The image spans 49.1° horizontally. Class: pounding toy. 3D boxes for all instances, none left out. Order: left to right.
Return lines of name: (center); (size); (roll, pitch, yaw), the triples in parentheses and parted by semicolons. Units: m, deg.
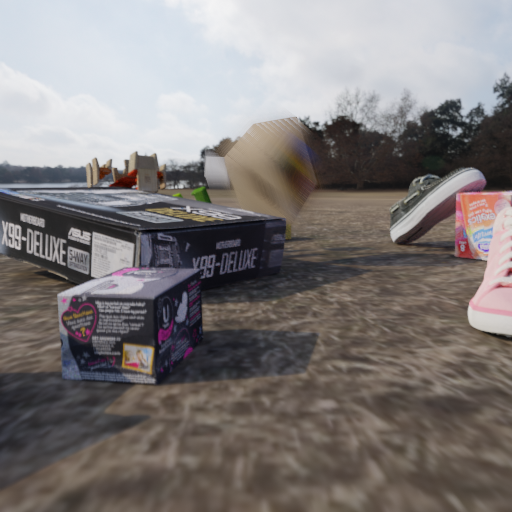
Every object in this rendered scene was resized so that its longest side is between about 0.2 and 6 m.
pounding toy: (0.593, -1.502, 10.232); (1.015, 1.950, 2.219); (-2, 36, 30)

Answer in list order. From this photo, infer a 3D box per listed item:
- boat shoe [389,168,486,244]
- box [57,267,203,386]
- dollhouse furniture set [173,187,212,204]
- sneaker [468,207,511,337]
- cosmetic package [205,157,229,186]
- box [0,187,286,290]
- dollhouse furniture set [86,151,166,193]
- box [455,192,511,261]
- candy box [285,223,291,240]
boat shoe: (3.689, -1.245, 12.197); (1.076, 1.058, 2.984); (-8, -19, -24)
box: (-0.993, 0.517, 4.688); (0.812, 0.705, 1.229); (1, 8, 11)
dollhouse furniture set: (-2.770, -0.886, 16.171); (3.232, 1.248, 1.615); (-19, 14, 6)
sneaker: (2.883, 0.061, 6.023); (0.933, 1.296, 2.480); (6, 11, 28)
cosmetic package: (-0.786, -1.729, 11.457); (0.444, 0.442, 0.531); (3, -12, 5)
box: (-2.000, -0.383, 8.882); (3.957, 0.985, 3.121); (14, 15, 36)
dollhouse furniture set: (-2.376, -1.466, 10.739); (1.432, 0.738, 1.417); (0, -6, -33)
box: (5.245, -0.627, 11.131); (2.549, 1.308, 1.207); (-6, 9, -32)
candy box: (-0.011, -0.607, 14.080); (0.973, 0.471, 1.667); (7, 9, 44)
